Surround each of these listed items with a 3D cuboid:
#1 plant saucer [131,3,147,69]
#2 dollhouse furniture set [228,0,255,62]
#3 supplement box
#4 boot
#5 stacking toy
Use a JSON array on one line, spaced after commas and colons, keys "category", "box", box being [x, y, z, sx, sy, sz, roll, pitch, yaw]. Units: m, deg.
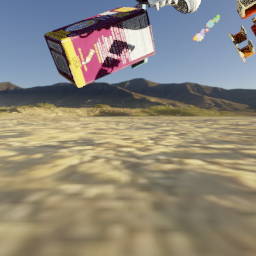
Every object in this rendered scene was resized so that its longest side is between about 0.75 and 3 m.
[{"category": "plant saucer", "box": [0.392, -3.356, 10.165, 0.219, 2.312, 0.808, 3, -8, -35]}, {"category": "dollhouse furniture set", "box": [3.026, -2.334, 6.340, 1.407, 1.391, 0.725, -27, -23, 25]}, {"category": "supplement box", "box": [-0.889, -2.688, 8.975, 2.881, 1.487, 1.886, -28, 33, -20]}, {"category": "boot", "box": [0.789, -3.346, 6.737, 1.091, 1.355, 2.999, 32, 3, 32]}, {"category": "stacking toy", "box": [2.757, -3.527, 9.894, 0.254, 1.082, 0.815, 41, 17, -5]}]
